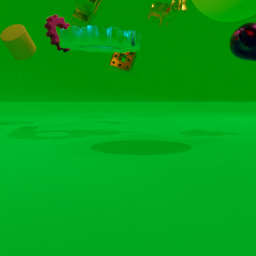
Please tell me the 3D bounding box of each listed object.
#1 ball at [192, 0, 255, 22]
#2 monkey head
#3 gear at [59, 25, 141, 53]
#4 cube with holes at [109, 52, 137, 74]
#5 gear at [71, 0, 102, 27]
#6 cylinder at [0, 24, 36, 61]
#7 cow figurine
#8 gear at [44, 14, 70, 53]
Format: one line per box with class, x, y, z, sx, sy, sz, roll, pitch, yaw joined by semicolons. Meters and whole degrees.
ball;1.554;-2.291;4.125;1.359;1.359;1.359;0;6;0
monkey head;2.627;-1.643;5.909;0.914;1.091;1.516;-1;1;19
gear;-0.562;-1.761;5.684;1.605;0.297;1.605;2;9;0
cube with holes;-0.179;-2.747;11.310;0.826;0.826;0.826;21;5;3
gear;-0.724;-3.177;6.376;0.363;1.962;1.962;25;0;-13
cylinder;-3.440;-2.682;8.817;0.797;0.797;0.797;1;-32;14
cow figurine;1.212;-3.658;8.560;1.193;1.174;0.655;38;39;25
gear;-2.011;-2.812;8.357;0.198;1.070;1.070;-15;-3;30
